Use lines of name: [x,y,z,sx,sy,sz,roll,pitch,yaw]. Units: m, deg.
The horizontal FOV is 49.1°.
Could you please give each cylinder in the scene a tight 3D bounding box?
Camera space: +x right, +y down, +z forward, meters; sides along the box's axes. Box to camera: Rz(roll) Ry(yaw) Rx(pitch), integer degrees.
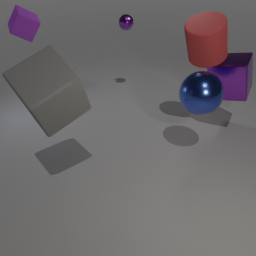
cylinder: [2.751,-3.084,9.812,1.400,1.400,1.400,-10,49,12]

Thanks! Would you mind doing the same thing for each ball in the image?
ball: [-0.086,-4.915,13.022,0.700,0.700,0.700,0,31,0]
ball: [2.346,-1.115,8.983,1.400,1.400,1.400,0,31,0]

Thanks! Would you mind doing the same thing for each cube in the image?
cube: [-3.226,-3.231,8.678,0.700,0.700,0.700,15,32,-40]
cube: [-1.988,-0.914,7.125,1.400,1.400,1.400,-37,65,-14]
cube: [3.913,-1.972,10.705,1.400,1.400,1.400,7,35,29]
